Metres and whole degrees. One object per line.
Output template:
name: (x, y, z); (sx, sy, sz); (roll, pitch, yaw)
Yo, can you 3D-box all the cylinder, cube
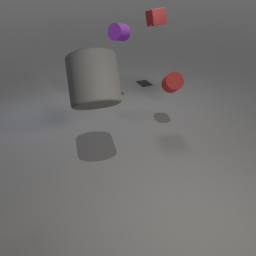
cylinder: (-0.948, -1.302, 7.695); (1.400, 1.400, 1.400); (-8, -4, -1)
cylinder: (1.688, -1.730, 10.653); (0.700, 0.700, 0.700); (-4, -3, -7)
cylinder: (-0.366, -4.004, 11.708); (0.700, 0.700, 0.700); (20, 23, 31)
cube: (1.283, -5.070, 12.810); (0.700, 0.700, 0.700); (-17, 21, -19)
